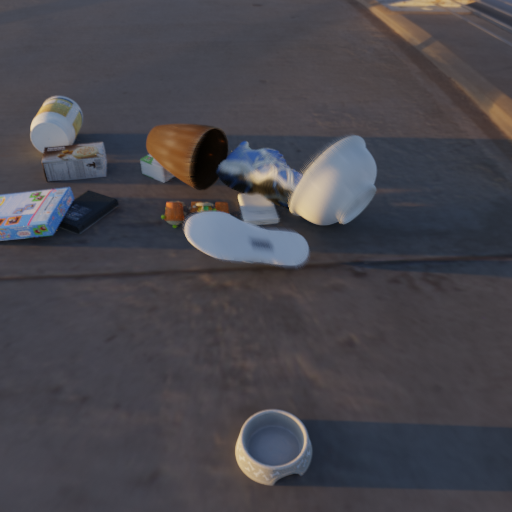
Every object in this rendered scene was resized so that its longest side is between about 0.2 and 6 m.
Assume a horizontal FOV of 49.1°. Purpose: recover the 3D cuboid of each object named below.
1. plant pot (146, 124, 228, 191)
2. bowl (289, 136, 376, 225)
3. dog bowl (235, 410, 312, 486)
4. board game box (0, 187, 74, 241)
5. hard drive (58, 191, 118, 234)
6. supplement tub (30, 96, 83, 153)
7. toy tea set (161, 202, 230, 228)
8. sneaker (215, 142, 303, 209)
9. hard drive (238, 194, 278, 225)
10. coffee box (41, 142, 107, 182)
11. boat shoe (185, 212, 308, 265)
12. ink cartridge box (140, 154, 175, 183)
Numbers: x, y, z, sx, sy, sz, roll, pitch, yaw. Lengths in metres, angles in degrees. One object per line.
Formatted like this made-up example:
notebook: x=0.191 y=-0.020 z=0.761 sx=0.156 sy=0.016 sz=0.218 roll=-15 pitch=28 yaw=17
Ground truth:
plant pot: x=-1.793 y=-2.582 z=13.638 sx=1.661 sy=1.552 sz=1.552 roll=23 pitch=43 yaw=26
bowl: x=1.882 y=-1.420 z=12.216 sx=2.252 sy=2.252 sz=1.012 roll=-30 pitch=65 yaw=-33
dog bowl: x=0.258 y=2.721 z=8.099 sx=1.126 sy=0.330 sz=1.126 roll=0 pitch=39 yaw=0
board game box: x=-5.310 y=-0.922 z=12.560 sx=2.022 sy=0.370 sz=1.530 roll=-4 pitch=37 yaw=7
hard drive: x=-4.009 y=-1.046 z=13.045 sx=0.944 sy=0.222 sz=1.352 roll=18 pitch=42 yaw=23
supplement tub: x=-5.558 y=-3.614 z=15.596 sx=1.170 sy=1.170 sz=1.617 roll=-1 pitch=38 yaw=-1
toy tea set: x=-1.384 y=-0.939 z=12.817 sx=1.567 sy=0.580 sz=0.932 roll=1 pitch=8 yaw=7
sneaker: x=0.445 y=-1.890 z=12.952 sx=2.877 sy=1.089 sz=1.108 roll=24 pitch=73 yaw=23
hard drive: x=0.037 y=-1.118 z=13.197 sx=0.779 sy=0.158 sz=1.181 roll=-5 pitch=38 yaw=-7
coffee box: x=-4.694 y=-2.441 z=14.539 sx=1.509 sy=0.601 sz=0.863 roll=-6 pitch=38 yaw=-8
boat shoe: x=-0.227 y=-0.295 z=11.216 sx=2.479 sy=0.889 sz=0.840 roll=8 pitch=-5 yaw=-13
ink cartridge box: x=-2.335 y=-2.440 z=14.646 sx=0.805 sy=0.467 sz=1.111 roll=24 pitch=44 yaw=28
